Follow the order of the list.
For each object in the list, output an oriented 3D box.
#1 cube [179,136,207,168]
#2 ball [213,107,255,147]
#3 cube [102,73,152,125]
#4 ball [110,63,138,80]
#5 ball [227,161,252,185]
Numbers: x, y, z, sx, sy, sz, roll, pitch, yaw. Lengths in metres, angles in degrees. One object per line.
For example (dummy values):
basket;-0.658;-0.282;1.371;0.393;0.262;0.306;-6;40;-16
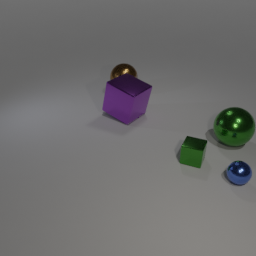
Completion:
cube;2.145;0.779;9.177;0.700;0.700;0.700;13;32;21
ball;3.745;-0.045;9.906;1.400;1.400;1.400;0;30;0
cube;-0.044;-1.249;11.736;1.400;1.400;1.400;31;40;22
ball;-0.202;-2.535;14.066;1.400;1.400;1.400;0;30;0
ball;3.272;1.310;8.239;0.700;0.700;0.700;0;30;0
